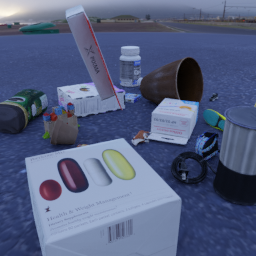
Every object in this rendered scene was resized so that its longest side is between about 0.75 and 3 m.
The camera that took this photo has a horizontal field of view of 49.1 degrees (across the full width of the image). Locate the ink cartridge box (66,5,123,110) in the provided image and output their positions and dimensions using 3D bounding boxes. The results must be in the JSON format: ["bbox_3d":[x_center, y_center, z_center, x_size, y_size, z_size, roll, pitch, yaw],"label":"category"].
[{"bbox_3d":[-1.081,-2.136,8.741,0.626,2.875,2.495,-21,33,0],"label":"ink cartridge box"}]

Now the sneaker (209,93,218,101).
[{"bbox_3d":[4.566,-1.675,14.926,0.255,0.347,0.767,21,32,40],"label":"sneaker"}]

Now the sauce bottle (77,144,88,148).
[{"bbox_3d":[-0.761,0.894,8.960,1.840,0.607,0.607,5,25,13],"label":"sauce bottle"}]

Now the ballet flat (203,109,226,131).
[{"bbox_3d":[3.868,-0.217,11.575,0.621,0.619,1.852,11,19,-31],"label":"ballet flat"}]

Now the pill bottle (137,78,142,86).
[{"bbox_3d":[1.146,-2.568,16.449,0.714,0.714,1.314,-16,28,-32],"label":"pill bottle"}]

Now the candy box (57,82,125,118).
[{"bbox_3d":[-1.826,-1.476,13.744,2.661,0.952,2.232,-13,27,-28],"label":"candy box"}]

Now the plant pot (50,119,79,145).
[{"bbox_3d":[-2.291,0.225,10.242,0.850,0.975,0.975,16,23,-9],"label":"plant pot"}]

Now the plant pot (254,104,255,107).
[{"bbox_3d":[5.027,-0.137,9.888,1.828,1.720,1.828,-1,24,0],"label":"plant pot"}]

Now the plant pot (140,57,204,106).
[{"bbox_3d":[1.953,-2.075,13.836,2.630,2.458,2.458,2,20,42],"label":"plant pot"}]

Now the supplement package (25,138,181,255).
[{"bbox_3d":[-0.636,1.692,5.701,2.358,1.814,2.466,-11,28,-23],"label":"supplement package"}]

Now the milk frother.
[{"bbox_3d":[2.527,0.593,7.573,2.384,2.243,2.152,-4,26,-9],"label":"milk frother"}]

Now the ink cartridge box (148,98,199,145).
[{"bbox_3d":[1.874,-0.355,11.272,1.531,0.902,2.660,9,25,19],"label":"ink cartridge box"}]

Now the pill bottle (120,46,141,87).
[{"bbox_3d":[0.135,-3.794,17.227,1.303,2.291,1.303,0,24,0],"label":"pill bottle"}]

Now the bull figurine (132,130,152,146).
[{"bbox_3d":[0.520,0.362,10.484,0.600,0.322,0.989,11,29,13],"label":"bull figurine"}]

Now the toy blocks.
[{"bbox_3d":[-2.666,-0.359,11.074,1.648,1.127,0.824,-19,30,-34],"label":"toy blocks"}]

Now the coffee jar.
[{"bbox_3d":[-4.588,-0.755,11.898,1.416,1.158,2.715,7,24,8],"label":"coffee jar"}]

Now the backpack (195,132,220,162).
[{"bbox_3d":[2.563,0.655,9.286,0.625,0.848,0.929,13,37,45],"label":"backpack"}]

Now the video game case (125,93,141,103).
[{"bbox_3d":[0.140,-1.612,14.958,0.826,0.207,0.912,12,27,24],"label":"video game case"}]
